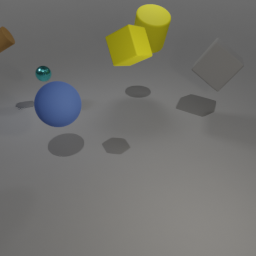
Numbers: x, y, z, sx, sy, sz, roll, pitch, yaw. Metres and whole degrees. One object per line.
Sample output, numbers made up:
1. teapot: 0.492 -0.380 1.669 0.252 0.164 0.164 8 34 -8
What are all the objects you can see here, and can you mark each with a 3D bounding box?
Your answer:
1. cylinder: 0.934 -4.079 11.579 1.400 1.400 1.400 4 57 -6
2. cube: 0.026 -1.878 6.455 0.700 0.700 0.700 -15 2 36
3. cube: 3.627 -2.582 11.326 1.400 1.400 1.400 40 31 -1
4. ball: -3.760 -2.414 12.457 0.700 0.700 0.700 0 31 0
5. cylinder: -4.637 -3.214 10.217 0.700 0.700 0.700 -29 32 7
6. ball: -2.128 -0.721 8.546 1.400 1.400 1.400 0 31 0
